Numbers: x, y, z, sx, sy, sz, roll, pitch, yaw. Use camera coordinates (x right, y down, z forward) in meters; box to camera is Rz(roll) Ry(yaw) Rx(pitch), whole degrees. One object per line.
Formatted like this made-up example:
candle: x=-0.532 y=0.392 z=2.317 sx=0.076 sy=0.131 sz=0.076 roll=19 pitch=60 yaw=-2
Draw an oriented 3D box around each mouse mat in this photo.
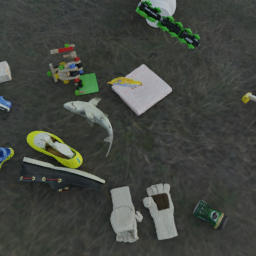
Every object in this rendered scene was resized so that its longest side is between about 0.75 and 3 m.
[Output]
mouse mat: x=-1.705 y=-1.876 z=11.872 sx=0.839 sy=0.039 sz=1.042 roll=-12 pitch=64 yaw=-6

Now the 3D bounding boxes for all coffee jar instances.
coffee jar: x=2.694 y=2.858 z=9.143 sx=1.040 sy=0.444 sz=0.542 roll=30 pitch=65 yaw=16

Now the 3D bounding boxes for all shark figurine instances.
shark figurine: x=-1.169 y=-0.166 z=10.318 sx=2.327 sy=0.971 sz=1.390 roll=44 pitch=45 yaw=10

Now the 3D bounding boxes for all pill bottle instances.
pill bottle: x=1.429 y=-6.222 z=13.249 sx=1.626 sy=1.626 sz=2.892 roll=3 pitch=62 yaw=2

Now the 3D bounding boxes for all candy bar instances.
candy bar: x=-0.052 y=-1.634 z=10.132 sx=0.527 sy=2.113 sz=0.234 roll=-16 pitch=87 yaw=24

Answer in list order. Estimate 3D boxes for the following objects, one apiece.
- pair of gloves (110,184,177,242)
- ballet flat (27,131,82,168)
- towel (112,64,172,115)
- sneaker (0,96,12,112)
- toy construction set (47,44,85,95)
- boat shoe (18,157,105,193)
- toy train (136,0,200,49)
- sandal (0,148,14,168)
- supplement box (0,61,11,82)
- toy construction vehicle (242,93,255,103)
pair of gloves: x=0.477 y=2.766 z=9.238 sx=2.133 sy=0.374 sz=1.813 roll=-4 pitch=63 yaw=-1
ballet flat: x=-2.695 y=0.632 z=10.108 sx=2.423 sy=0.812 sz=0.810 roll=28 pitch=65 yaw=14
towel: x=0.557 y=-1.600 z=11.578 sx=1.873 sy=0.302 sz=1.789 roll=-37 pitch=68 yaw=-18
sneaker: x=-5.217 y=-1.047 z=11.252 sx=1.171 sy=0.460 sz=0.522 roll=21 pitch=55 yaw=2
toy construction set: x=-2.662 y=-2.422 z=11.229 sx=1.451 sy=1.888 sz=1.574 roll=-8 pitch=52 yaw=2
boat shoe: x=-2.237 y=1.729 z=9.458 sx=2.907 sy=1.063 sz=0.911 roll=11 pitch=76 yaw=4
toy train: x=1.517 y=-3.839 z=10.504 sx=2.793 sy=0.788 sz=0.583 roll=27 pitch=102 yaw=-20
sandal: x=-4.695 y=1.165 z=9.977 sx=0.518 sy=0.568 sz=1.304 roll=28 pitch=67 yaw=12
supplement box: x=-5.642 y=-2.291 z=11.856 sx=1.186 sy=0.436 sz=0.748 roll=-15 pitch=63 yaw=-8
toy construction vehicle: x=5.912 y=-0.930 z=10.932 sx=1.986 sy=0.803 sz=2.281 roll=-36 pitch=68 yaw=-17
